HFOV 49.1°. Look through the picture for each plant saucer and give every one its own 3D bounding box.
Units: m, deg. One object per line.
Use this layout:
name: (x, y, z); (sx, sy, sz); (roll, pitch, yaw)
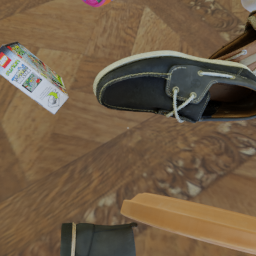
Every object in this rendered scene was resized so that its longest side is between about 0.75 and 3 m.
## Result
plant saucer: (1.025, 1.217, 3.647); (2.242, 2.242, 0.362); (13, 77, 8)

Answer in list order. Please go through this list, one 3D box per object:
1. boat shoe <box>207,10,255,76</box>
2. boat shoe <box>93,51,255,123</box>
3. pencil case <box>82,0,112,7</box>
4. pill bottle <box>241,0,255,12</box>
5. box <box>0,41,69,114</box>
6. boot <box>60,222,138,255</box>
boat shoe: (2.708, -1.796, 5.305); (2.759, 0.990, 1.045); (-41, 19, 14)
boat shoe: (0.926, -0.594, 4.685); (2.972, 1.067, 1.005); (0, 44, -11)
pencil case: (-0.082, -3.823, 6.437); (1.192, 1.192, 2.698); (33, 58, 18)
pill bottle: (3.614, -3.158, 6.465); (2.558, 1.450, 1.450); (26, 60, -11)
box: (-1.845, -1.071, 5.431); (0.401, 1.272, 2.311); (-49, 24, 3)
boot: (-0.395, 2.224, 4.083); (1.152, 0.645, 1.665); (0, 91, -11)
